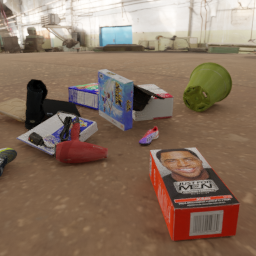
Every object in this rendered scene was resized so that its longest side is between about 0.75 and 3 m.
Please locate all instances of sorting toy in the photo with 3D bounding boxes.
[{"bbox_3d":[-5.074,-0.812,13.125,2.007,0.395,2.168,19,20,14],"label":"sorting toy"}]

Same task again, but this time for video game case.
[{"bbox_3d":[-0.508,-1.085,10.704,0.436,1.917,1.738,-21,36,-34],"label":"video game case"}]

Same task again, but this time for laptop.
[{"bbox_3d":[-3.434,-0.773,13.077,1.798,1.048,2.029,6,-12,-41],"label":"laptop"}]

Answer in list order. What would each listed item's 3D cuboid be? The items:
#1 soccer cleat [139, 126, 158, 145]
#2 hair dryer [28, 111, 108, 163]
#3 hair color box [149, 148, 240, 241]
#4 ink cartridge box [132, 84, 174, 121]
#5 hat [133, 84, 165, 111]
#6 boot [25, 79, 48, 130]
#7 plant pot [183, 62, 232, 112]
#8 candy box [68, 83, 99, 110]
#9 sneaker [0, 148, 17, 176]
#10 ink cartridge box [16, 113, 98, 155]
[{"bbox_3d":[0.767,0.292,10.340,0.404,0.433,1.184,13,24,32],"label":"soccer cleat"},{"bbox_3d":[-1.735,0.302,9.071,2.553,0.693,1.944,32,51,16],"label":"hair dryer"},{"bbox_3d":[1.390,1.393,6.711,1.372,0.828,2.702,-3,20,-6],"label":"hair color box"},{"bbox_3d":[0.853,-1.315,13.744,1.863,1.069,2.565,-7,22,-14],"label":"ink cartridge box"},{"bbox_3d":[0.121,-1.309,11.678,2.689,1.085,2.689,22,9,-4],"label":"hat"},{"bbox_3d":[-3.880,-1.181,11.899,0.857,1.885,2.244,9,24,-16],"label":"boot"},{"bbox_3d":[3.893,-1.905,14.397,2.320,2.320,2.203,12,36,30],"label":"plant pot"},{"bbox_3d":[-1.714,-1.794,15.353,2.446,0.942,2.068,17,25,36],"label":"candy box"},{"bbox_3d":[-3.755,1.112,8.042,0.642,0.586,1.585,15,32,21],"label":"sneaker"},{"bbox_3d":[-2.541,0.239,10.182,2.102,0.500,2.127,17,44,35],"label":"ink cartridge box"}]
